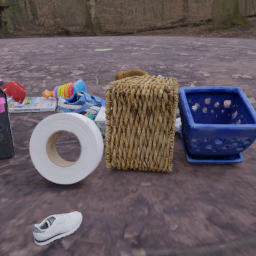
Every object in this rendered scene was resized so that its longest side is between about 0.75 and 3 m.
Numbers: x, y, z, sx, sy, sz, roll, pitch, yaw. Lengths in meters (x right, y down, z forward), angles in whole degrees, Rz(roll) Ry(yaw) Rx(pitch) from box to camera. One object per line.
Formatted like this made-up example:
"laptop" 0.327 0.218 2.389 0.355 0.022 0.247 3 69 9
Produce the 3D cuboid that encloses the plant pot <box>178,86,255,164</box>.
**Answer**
"plant pot" 2.482 -0.007 8.248 1.921 1.727 1.921 -1 41 0

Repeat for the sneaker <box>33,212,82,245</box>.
"sneaker" -1.394 1.947 5.702 1.072 0.431 0.409 -19 28 -41

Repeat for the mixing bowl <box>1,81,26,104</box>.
"mixing bowl" -3.654 -1.218 9.151 0.454 0.838 0.838 -47 32 -1

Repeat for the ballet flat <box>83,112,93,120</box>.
"ballet flat" -1.586 -0.121 10.408 0.635 0.635 1.797 -3 25 -7

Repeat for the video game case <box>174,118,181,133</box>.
"video game case" 2.797 -0.023 10.228 1.902 0.239 2.090 25 30 33

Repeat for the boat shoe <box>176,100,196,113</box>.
"boat shoe" 1.863 -1.015 11.823 2.246 0.715 0.794 1 15 44

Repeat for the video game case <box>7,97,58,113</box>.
"video game case" -4.584 -1.108 13.154 2.410 0.217 1.726 -2 24 -6

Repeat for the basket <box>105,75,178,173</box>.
"basket" 0.393 -0.211 8.061 1.887 2.534 1.808 3 23 6

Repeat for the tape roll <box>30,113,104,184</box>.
"tape roll" -1.554 0.493 7.219 1.811 1.811 0.633 3 4 8

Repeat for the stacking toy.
"stacking toy" -3.095 -1.603 13.288 2.078 1.206 1.141 0 24 14

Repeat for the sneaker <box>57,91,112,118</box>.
"sneaker" -1.679 -1.006 11.722 2.647 1.089 0.979 -14 23 -26

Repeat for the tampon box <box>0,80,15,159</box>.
"tampon box" -5.043 -0.293 9.143 2.197 1.850 2.931 -10 25 -22

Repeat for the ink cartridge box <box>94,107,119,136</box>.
"ink cartridge box" -0.557 -0.381 10.902 1.114 0.636 2.146 2 23 5

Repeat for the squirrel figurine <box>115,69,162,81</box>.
"squirrel figurine" 0.693 -2.123 13.767 2.331 1.767 2.497 -13 28 -42
